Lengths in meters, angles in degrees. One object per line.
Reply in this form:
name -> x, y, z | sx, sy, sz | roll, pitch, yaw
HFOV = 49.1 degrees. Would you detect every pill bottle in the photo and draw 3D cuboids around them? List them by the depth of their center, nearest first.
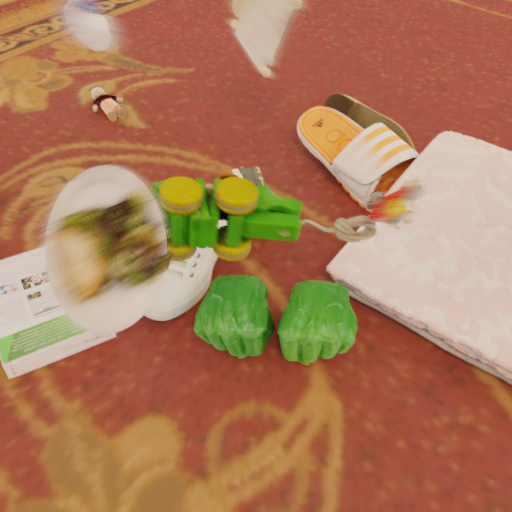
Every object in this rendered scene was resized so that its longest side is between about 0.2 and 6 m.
pill bottle -> -2.574, -3.552, 8.613 | 0.510, 0.510, 0.852 | -23, 59, -23

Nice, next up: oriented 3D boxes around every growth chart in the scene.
growth chart -> 0.149, -4.347, 9.777 | 0.210, 2.369, 1.714 | -18, 76, -24

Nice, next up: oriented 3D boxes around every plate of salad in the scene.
plate of salad -> -1.120, -0.053, 4.582 | 0.330, 1.374, 1.374 | 0, 39, 30

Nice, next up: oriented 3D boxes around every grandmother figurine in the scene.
grandmother figurine -> -3.441, -3.539, 12.933 | 0.753, 0.376, 1.242 | -20, 48, -33

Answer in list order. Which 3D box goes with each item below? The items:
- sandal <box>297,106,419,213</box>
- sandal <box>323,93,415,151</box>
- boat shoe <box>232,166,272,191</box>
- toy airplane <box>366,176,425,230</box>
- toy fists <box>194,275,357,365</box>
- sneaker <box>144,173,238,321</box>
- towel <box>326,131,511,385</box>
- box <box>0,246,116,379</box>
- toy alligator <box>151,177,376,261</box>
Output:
sandal -> 1.831, -1.981, 10.388 | 1.325, 0.991, 3.458 | -42, 56, -5
sandal -> 2.510, -2.446, 11.348 | 0.870, 0.970, 2.646 | -7, 46, -44
boat shoe -> 0.059, -1.030, 9.971 | 0.565, 0.675, 1.889 | -16, 41, -9
toy airplane -> 1.466, -0.517, 5.614 | 0.607, 0.605, 0.428 | 2, 52, -59
toy fists -> 0.262, 0.936, 7.807 | 2.250, 0.774, 1.147 | 5, 36, 7
sneaker -> -1.037, -0.313, 8.808 | 1.055, 1.227, 2.899 | 17, 47, 15
towel -> 3.615, -0.090, 8.365 | 3.855, 0.621, 3.681 | 31, 67, 30
box -> -3.168, 0.681, 8.350 | 1.541, 0.388, 2.135 | -20, 45, -21
toy alligator -> -0.147, -0.484, 5.865 | 2.759, 0.818, 0.749 | -1, 46, -10
